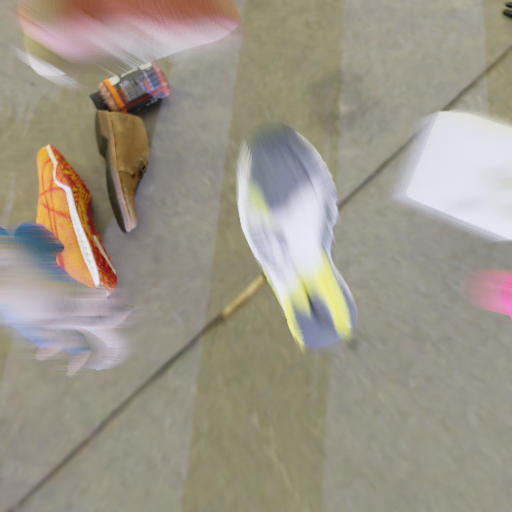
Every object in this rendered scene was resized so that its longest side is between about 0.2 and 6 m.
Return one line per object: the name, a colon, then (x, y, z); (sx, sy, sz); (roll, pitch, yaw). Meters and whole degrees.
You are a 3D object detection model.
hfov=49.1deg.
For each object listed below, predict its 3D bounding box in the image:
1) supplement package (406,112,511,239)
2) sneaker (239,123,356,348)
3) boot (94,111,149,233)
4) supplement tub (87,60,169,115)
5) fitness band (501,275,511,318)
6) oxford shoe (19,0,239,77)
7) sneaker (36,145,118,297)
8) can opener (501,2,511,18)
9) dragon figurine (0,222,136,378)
supplement package: (3.035, -1.101, 7.327); (1.489, 1.557, 1.145); (28, 114, 23)
sneaker: (0.325, -0.213, 6.366); (1.027, 2.757, 1.167); (-21, 31, -9)
boot: (-2.127, -1.447, 9.373); (0.825, 0.805, 2.188); (-5, 73, -26)
supplement tub: (-2.265, -2.894, 9.898); (1.343, 0.718, 0.718); (-31, 72, -11)
fitness band: (2.911, 0.494, 5.992); (0.479, 0.125, 0.667); (-32, 93, -11)
oxford shoe: (-1.406, -2.612, 6.465); (2.501, 0.923, 0.885); (-13, 71, -25)
sneaker: (-3.131, -0.525, 8.861); (1.113, 1.053, 2.886); (-23, 67, 4)
can opener: (5.347, -4.623, 10.743); (1.221, 0.480, 0.387); (29, 80, 20)
dragon figurine: (-2.217, 0.315, 5.704); (1.642, 3.303, 0.972); (39, 80, 12)
